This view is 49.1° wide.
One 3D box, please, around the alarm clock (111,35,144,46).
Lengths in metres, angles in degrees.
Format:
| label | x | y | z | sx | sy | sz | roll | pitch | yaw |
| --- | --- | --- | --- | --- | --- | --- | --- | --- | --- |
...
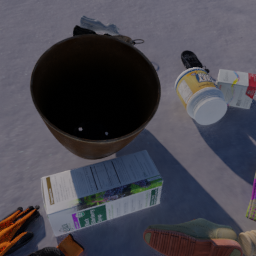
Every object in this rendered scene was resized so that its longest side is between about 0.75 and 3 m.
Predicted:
| label | x | y | z | sx | sy | sz | roll | pitch | yaw |
| --- | --- | --- | --- | --- | --- | --- | --- | --- | --- |
| alarm clock | -0.438 | -3.549 | 12.346 | 2.770 | 0.922 | 1.868 | -25 | 37 | -26 |

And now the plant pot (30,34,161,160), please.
| label | x | y | z | sx | sy | sz | roll | pitch | yaw |
| --- | --- | --- | --- | --- | --- | --- | --- | --- | --- |
| plant pot | -0.845 | -0.309 | 7.222 | 2.758 | 2.950 | 2.758 | 4 | 63 | -7 |

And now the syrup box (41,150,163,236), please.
| label | x | y | z | sx | sy | sz | roll | pitch | yaw |
| --- | --- | --- | --- | --- | --- | --- | --- | --- | --- |
| syrup box | -0.634 | 1.589 | 7.000 | 2.771 | 1.091 | 1.128 | -14 | 45 | -14 |

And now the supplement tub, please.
| label | x | y | z | sx | sy | sz | roll | pitch | yaw |
| --- | --- | --- | --- | --- | --- | --- | --- | --- | --- |
| supplement tub | 2.492 | -1.105 | 9.674 | 1.305 | 1.305 | 1.803 | -9 | 45 | -10 |

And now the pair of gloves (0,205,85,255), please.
| label | x | y | z | sx | sy | sz | roll | pitch | yaw |
| --- | --- | --- | --- | --- | --- | --- | --- | --- | --- |
| pair of gloves | -2.339 | 2.828 | 6.323 | 2.192 | 0.271 | 1.953 | 31 | 50 | 25 |

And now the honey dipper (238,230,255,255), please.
| label | x | y | z | sx | sy | sz | roll | pitch | yaw |
| --- | --- | --- | --- | --- | --- | --- | --- | --- | --- |
| honey dipper | 3.970 | 2.434 | 6.559 | 2.804 | 0.532 | 0.532 | -8 | 44 | -11 |

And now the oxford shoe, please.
| label | x | y | z | sx | sy | sz | roll | pitch | yaw |
| --- | --- | --- | --- | --- | --- | --- | --- | --- | --- |
| oxford shoe | 1.432 | 2.488 | 6.433 | 2.173 | 0.769 | 0.802 | 10 | 31 | 1 |

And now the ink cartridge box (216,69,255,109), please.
| label | x | y | z | sx | sy | sz | roll | pitch | yaw |
| --- | --- | --- | --- | --- | --- | --- | --- | --- | --- |
| ink cartridge box | 3.884 | -1.447 | 10.273 | 1.332 | 0.968 | 0.964 | 12 | 45 | 12 |

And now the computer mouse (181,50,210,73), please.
| label | x | y | z | sx | sy | sz | roll | pitch | yaw |
| --- | --- | --- | --- | --- | --- | --- | --- | --- | --- |
| computer mouse | 2.727 | -2.729 | 12.096 | 1.068 | 0.407 | 1.542 | -11 | 56 | -11 |

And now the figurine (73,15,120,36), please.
| label | x | y | z | sx | sy | sz | roll | pitch | yaw |
| --- | --- | --- | --- | --- | --- | --- | --- | --- | --- |
| figurine | -1.475 | -4.742 | 13.943 | 2.059 | 0.908 | 2.110 | 11 | 44 | 0 |

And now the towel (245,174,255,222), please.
| label | x | y | z | sx | sy | sz | roll | pitch | yaw |
| --- | --- | --- | --- | --- | --- | --- | --- | --- | --- |
| towel | 4.189 | 1.745 | 7.254 | 1.827 | 0.290 | 2.544 | 18 | 42 | 22 |
